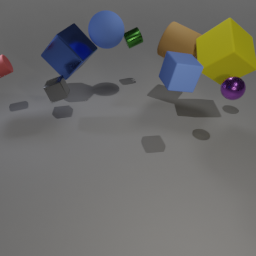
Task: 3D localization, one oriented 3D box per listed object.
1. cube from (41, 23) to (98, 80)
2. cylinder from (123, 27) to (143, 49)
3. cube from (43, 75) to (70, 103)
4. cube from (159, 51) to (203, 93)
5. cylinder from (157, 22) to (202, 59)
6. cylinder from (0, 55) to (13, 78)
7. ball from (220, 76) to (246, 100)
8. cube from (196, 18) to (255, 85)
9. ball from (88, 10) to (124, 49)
[{"bbox_3d":[-2.391,-3.129,11.513,1.400,1.400,1.400,-33,18,39],"label":"cube"},{"bbox_3d":[0.223,-3.964,12.330,0.700,0.700,0.700,-25,35,3],"label":"cylinder"},{"bbox_3d":[-2.746,-1.507,10.854,0.700,0.700,0.700,-17,31,7],"label":"cube"},{"bbox_3d":[1.250,-1.348,6.735,0.700,0.700,0.700,2,37,-19],"label":"cube"},{"bbox_3d":[2.083,-3.224,11.010,1.400,1.400,1.400,31,42,12],"label":"cylinder"},{"bbox_3d":[-4.770,-2.254,10.400,0.700,0.700,0.700,-25,36,1],"label":"cylinder"},{"bbox_3d":[3.080,-1.167,8.218,0.700,0.700,0.700,0,34,0],"label":"ball"},{"bbox_3d":[3.346,-2.550,9.601,1.400,1.400,1.400,21,61,-34],"label":"cube"},{"bbox_3d":[-0.839,-3.805,10.870,1.400,1.400,1.400,0,34,0],"label":"ball"}]
